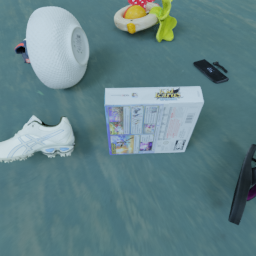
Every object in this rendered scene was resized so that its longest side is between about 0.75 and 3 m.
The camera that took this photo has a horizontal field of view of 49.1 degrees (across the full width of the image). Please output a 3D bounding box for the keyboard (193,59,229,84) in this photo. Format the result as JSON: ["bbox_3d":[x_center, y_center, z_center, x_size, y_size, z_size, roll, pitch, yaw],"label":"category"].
[{"bbox_3d":[2.960,-1.994,9.680,0.892,0.145,1.403,-18,48,-16],"label":"keyboard"}]

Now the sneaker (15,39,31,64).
[{"bbox_3d":[-3.103,-2.370,9.555,1.800,0.675,0.761,32,56,19],"label":"sneaker"}]

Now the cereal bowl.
[{"bbox_3d":[-1.847,-2.361,8.305,1.002,2.406,2.406,0,42,19],"label":"cereal bowl"}]

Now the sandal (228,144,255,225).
[{"bbox_3d":[2.548,1.152,5.781,0.531,0.834,2.219,17,39,22],"label":"sandal"}]

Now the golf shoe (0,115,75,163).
[{"bbox_3d":[-2.236,0.203,6.290,2.023,0.984,0.792,-7,13,-15],"label":"golf shoe"}]

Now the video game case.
[{"bbox_3d":[0.483,-0.093,6.248,1.902,2.098,0.477,-3,58,-3],"label":"video game case"}]

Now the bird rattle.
[{"bbox_3d":[0.556,-4.700,11.281,2.404,1.661,2.949,-26,53,-15],"label":"bird rattle"}]
